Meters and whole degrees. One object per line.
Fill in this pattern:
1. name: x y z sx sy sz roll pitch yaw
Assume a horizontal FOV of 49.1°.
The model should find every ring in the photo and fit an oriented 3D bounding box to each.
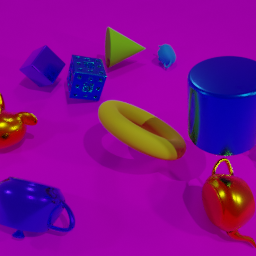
1. ring: 0.308 0.014 5.905 2.020 0.404 2.020 26 16 -8

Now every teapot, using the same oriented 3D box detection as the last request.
1. teapot: -1.796 1.376 4.818 1.955 1.216 0.957 11 75 13
2. teapot: 1.828 1.328 4.942 0.794 1.008 1.622 -8 77 -11
3. teapot: 1.219 -2.390 9.146 0.534 0.678 1.090 -25 56 28

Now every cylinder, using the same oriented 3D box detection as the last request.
1. cylinder: 1.631 -0.379 4.712 1.234 1.234 1.234 -6 40 5

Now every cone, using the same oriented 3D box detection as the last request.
1. cone: -0.037 -2.511 8.815 1.224 1.219 1.219 -2 43 -12

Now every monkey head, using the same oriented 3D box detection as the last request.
1. monkey head: -2.883 -0.157 6.263 1.691 1.216 1.019 -20 17 -6

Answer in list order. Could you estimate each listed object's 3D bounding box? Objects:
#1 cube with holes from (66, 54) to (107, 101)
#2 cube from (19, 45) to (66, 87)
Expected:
1. cube with holes: -1.151 -1.361 7.634 0.837 0.837 0.837 4 44 -23
2. cube: -2.429 -1.740 7.987 0.783 0.783 0.783 -1 54 46
